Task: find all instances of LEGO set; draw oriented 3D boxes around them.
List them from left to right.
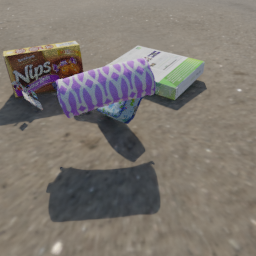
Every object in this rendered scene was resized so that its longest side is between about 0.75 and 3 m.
[{"bbox_3d":[-3.079,-1.020,8.537,0.259,0.788,1.055,-38,60,6],"label":"LEGO set"}]

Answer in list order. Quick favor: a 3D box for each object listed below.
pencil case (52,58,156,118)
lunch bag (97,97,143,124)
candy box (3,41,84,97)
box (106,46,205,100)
[{"bbox_3d":[-0.525,-0.906,6.600,2.353,1.006,0.988,-16,58,-6],"label":"pencil case"},{"bbox_3d":[-0.215,-0.787,7.815,0.570,1.111,1.383,24,-1,-36],"label":"lunch bag"},{"bbox_3d":[-2.744,-2.002,9.373,2.393,1.396,0.676,-15,33,-18],"label":"candy box"},{"bbox_3d":[0.960,-2.130,10.254,2.990,0.543,2.158,23,46,31],"label":"box"}]
